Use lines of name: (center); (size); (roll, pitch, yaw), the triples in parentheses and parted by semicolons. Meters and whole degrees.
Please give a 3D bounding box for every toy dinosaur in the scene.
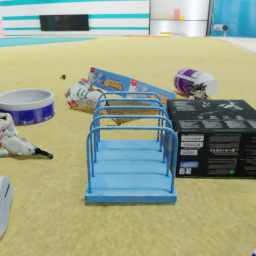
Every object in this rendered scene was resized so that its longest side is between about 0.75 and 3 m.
toy dinosaur: (2.813, -1.187, 11.970); (2.157, 1.102, 1.464); (29, 47, 11)

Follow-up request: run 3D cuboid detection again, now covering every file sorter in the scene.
file sorter: (0.046, 0.298, 7.258); (2.060, 1.822, 2.969); (0, 23, -1)

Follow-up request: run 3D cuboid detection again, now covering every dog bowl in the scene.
dog bowl: (-4.095, -0.889, 11.303); (2.206, 0.869, 2.206); (0, 23, 0)

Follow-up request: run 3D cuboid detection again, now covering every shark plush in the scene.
shark plush: (-3.058, 0.503, 8.457); (1.856, 0.843, 0.773); (2, -8, 16)

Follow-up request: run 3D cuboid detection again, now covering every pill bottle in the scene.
pill bottle: (3.366, -2.218, 13.930); (1.250, 1.250, 2.224); (-13, 27, -28)

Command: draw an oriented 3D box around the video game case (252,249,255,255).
video game case: (3.269, 2.232, 4.597); (1.855, 0.421, 1.681); (22, 32, 40)

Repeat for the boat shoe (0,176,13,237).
boat shoe: (-2.853, 1.698, 5.713); (0.626, 0.727, 2.019); (-24, 20, -2)

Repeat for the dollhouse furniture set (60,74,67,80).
dollhouse furniture set: (-4.059, -3.290, 17.605); (0.418, 0.323, 0.836); (-4, 24, -12)

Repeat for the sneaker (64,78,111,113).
sneaker: (-1.834, -1.165, 12.171); (1.338, 1.007, 2.861); (-35, 43, -13)

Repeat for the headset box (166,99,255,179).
headset box: (2.479, 0.118, 8.308); (2.568, 1.368, 2.949); (0, 23, 2)

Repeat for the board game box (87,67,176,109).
board game box: (0.133, -1.695, 12.045); (2.794, 0.781, 2.736); (10, 11, -43)

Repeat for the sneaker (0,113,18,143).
sneaker: (-4.345, 0.151, 8.747); (0.892, 0.968, 2.194); (4, 23, 8)

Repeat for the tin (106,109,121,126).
tin: (-0.520, -0.379, 10.223); (0.159, 0.761, 0.426); (-42, 17, -9)
